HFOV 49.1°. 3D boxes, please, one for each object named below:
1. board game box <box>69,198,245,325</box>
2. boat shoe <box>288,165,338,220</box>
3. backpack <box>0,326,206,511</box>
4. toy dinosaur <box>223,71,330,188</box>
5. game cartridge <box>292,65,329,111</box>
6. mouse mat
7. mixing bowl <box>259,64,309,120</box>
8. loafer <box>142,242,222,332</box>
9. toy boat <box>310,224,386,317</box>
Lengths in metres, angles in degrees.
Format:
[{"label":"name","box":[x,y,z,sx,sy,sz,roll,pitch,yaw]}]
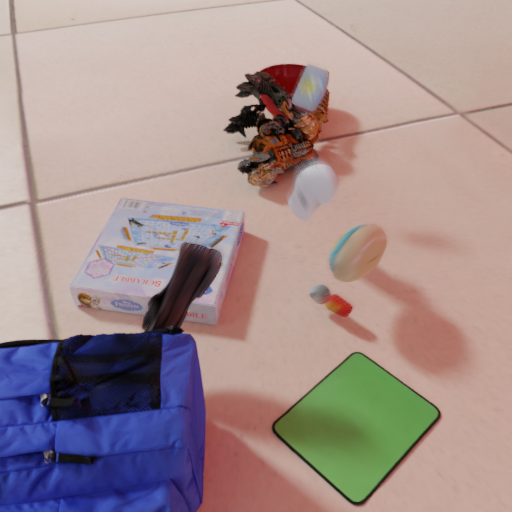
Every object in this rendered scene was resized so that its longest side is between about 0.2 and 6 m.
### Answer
[{"label":"board game box","box":[-1.790,0.006,10.925,2.725,0.561,2.718,7,43,8]},{"label":"boat shoe","box":[1.154,-1.268,10.317,0.702,1.957,0.663,44,72,6]},{"label":"backpack","box":[-2.326,2.391,6.813,3.245,2.637,2.723,0,46,-2]},{"label":"toy dinosaur","box":[0.647,-3.079,13.814,2.536,1.908,3.736,38,36,8]},{"label":"game cartridge","box":[1.111,-3.345,11.167,0.547,0.820,0.166,26,9,17]},{"label":"mouse mat","box":[1.542,2.516,8.567,2.168,0.082,1.744,-34,52,-30]},{"label":"mixing bowl","box":[0.910,-4.413,15.409,1.903,1.030,1.903,0,43,0]},{"label":"loafer","box":[-1.281,0.609,8.223,0.641,2.035,0.731,26,24,-26]},{"label":"toy boat","box":[1.510,0.204,9.614,0.792,1.704,1.432,31,25,26]}]
